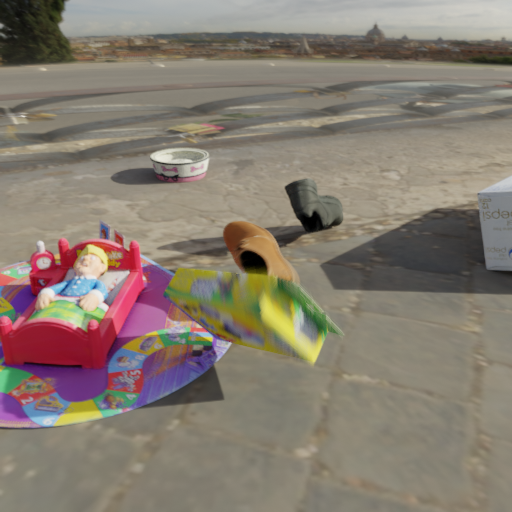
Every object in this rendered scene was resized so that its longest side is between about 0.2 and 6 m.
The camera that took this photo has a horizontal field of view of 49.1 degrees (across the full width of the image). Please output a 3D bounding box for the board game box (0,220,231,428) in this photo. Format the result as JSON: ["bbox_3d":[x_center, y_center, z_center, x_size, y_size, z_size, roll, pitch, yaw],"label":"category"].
[{"bbox_3d":[-3.011,0.584,9.165,4.256,1.049,5.387,-20,31,-37],"label":"board game box"}]

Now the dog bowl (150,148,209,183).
[{"bbox_3d":[-2.253,-2.683,16.649,1.740,0.642,1.740,-1,25,0],"label":"dog bowl"}]

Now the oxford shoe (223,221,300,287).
[{"bbox_3d":[-0.093,-0.081,9.905,0.814,0.815,2.285,26,13,-39],"label":"oxford shoe"}]

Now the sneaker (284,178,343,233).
[{"bbox_3d":[1.298,-0.896,12.192,0.810,0.968,2.132,-20,-23,30],"label":"sneaker"}]

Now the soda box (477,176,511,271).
[{"bbox_3d":[6.534,-1.146,11.826,4.810,1.638,1.531,-22,16,-39],"label":"soda box"}]

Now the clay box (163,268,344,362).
[{"bbox_3d":[-0.075,0.785,7.575,2.288,1.315,0.545,4,58,47],"label":"clay box"}]
